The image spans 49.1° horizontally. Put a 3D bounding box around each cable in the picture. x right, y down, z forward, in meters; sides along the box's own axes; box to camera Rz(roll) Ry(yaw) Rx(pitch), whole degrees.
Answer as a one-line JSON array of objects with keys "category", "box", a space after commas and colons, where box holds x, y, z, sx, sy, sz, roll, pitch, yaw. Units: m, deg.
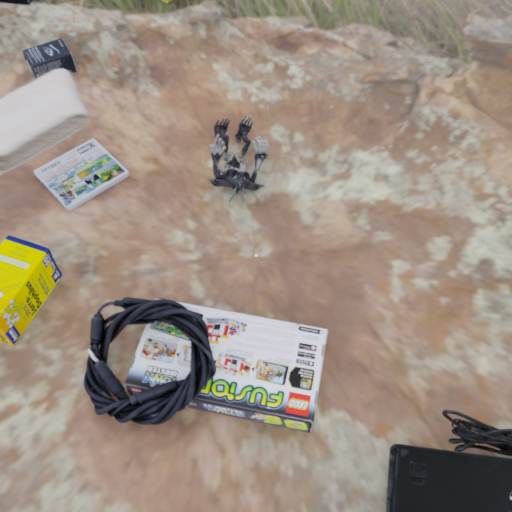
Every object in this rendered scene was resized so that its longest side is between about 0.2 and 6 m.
[{"category": "cable", "box": [-1.304, 1.236, 6.580, 1.807, 0.459, 1.475, 6, 73, 25]}]

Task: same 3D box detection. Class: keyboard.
[{"category": "keyboard", "box": [2.936, 2.610, 6.117, 3.009, 0.596, 1.566, 7, 79, 4]}]

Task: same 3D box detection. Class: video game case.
[{"category": "video game case", "box": [-2.782, -1.314, 8.931, 1.133, 0.125, 1.033, -36, 63, -23]}]

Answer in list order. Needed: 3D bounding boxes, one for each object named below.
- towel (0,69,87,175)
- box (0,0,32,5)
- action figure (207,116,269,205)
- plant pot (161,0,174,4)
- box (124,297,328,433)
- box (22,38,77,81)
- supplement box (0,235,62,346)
[{"category": "towel", "box": [-2.512, -1.322, 5.763, 1.543, 0.266, 1.023, -30, 52, 0]}, {"category": "box", "box": [-5.084, -5.776, 11.778, 0.866, 0.533, 0.859, 7, 54, 5]}, {"category": "action figure", "box": [-0.315, -1.562, 8.721, 0.916, 0.787, 1.542, 0, 53, -13]}, {"category": "plant pot", "box": [-1.802, -6.041, 11.777, 0.936, 0.909, 0.915, -36, 62, -29]}, {"category": "box", "box": [-0.334, 1.313, 6.939, 2.268, 0.394, 1.248, 10, 56, 7]}, {"category": "box", "box": [-3.804, -3.595, 10.335, 0.780, 0.407, 0.577, -24, 59, -16]}, {"category": "supplement box", "box": [-3.228, 0.446, 7.381, 0.662, 0.658, 1.208, 17, 57, 11]}]
